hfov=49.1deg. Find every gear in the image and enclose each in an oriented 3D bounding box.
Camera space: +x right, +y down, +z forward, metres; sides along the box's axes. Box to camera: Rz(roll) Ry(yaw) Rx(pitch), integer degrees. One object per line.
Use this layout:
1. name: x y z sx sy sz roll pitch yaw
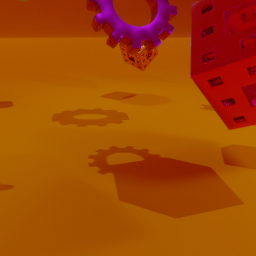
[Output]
1. gear: 0.114 -2.813 6.577 2.097 2.097 0.388 -7 -5 -19

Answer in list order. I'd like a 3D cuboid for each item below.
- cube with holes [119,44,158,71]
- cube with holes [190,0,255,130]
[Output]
1. cube with holes: 0.391 -2.771 9.901 0.909 0.909 0.909 33 76 23
2. cube with holes: 1.633 -0.930 3.468 1.261 1.261 1.261 -15 53 34
